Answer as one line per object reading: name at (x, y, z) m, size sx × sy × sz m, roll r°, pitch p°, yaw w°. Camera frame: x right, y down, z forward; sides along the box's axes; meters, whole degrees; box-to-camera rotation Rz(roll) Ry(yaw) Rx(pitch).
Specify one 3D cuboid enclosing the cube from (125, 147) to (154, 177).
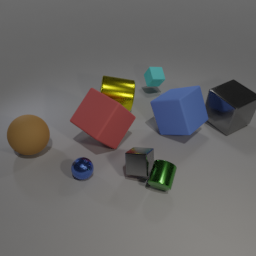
cube at (0.373, 1.024, 8.634) m, size 0.700 × 0.700 × 0.700 m, roll 2°, pitch 13°, yaw 23°

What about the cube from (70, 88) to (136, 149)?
cube at (-0.858, -0.313, 9.835) m, size 1.400 × 1.400 × 1.400 m, roll 32°, pitch 88°, yaw 31°

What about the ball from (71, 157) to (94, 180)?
ball at (-1.427, 1.263, 8.778) m, size 0.700 × 0.700 × 0.700 m, roll 0°, pitch 33°, yaw 0°

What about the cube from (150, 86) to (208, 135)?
cube at (1.948, -0.653, 10.570) m, size 1.400 × 1.400 × 1.400 m, roll 0°, pitch 26°, yaw 47°

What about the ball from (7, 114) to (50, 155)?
ball at (-3.430, 0.233, 9.683) m, size 1.400 × 1.400 × 1.400 m, roll 0°, pitch 33°, yaw 0°

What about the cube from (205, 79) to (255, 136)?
cube at (4.030, -0.829, 11.058) m, size 1.400 × 1.400 × 1.400 m, roll -23°, pitch 49°, yaw -24°

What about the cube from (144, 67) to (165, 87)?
cube at (1.280, -2.477, 13.569) m, size 0.700 × 0.700 × 0.700 m, roll -4°, pitch 69°, yaw -25°

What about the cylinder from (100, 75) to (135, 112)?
cylinder at (-0.504, -1.479, 12.138) m, size 1.400 × 1.400 × 1.400 m, roll 8°, pitch 32°, yaw -8°

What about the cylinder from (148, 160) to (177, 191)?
cylinder at (1.006, 1.383, 8.205) m, size 0.700 × 0.700 × 0.700 m, roll 12°, pitch 66°, yaw 18°
